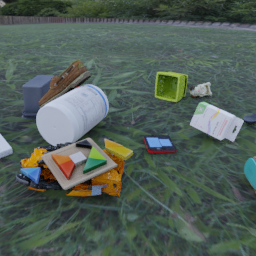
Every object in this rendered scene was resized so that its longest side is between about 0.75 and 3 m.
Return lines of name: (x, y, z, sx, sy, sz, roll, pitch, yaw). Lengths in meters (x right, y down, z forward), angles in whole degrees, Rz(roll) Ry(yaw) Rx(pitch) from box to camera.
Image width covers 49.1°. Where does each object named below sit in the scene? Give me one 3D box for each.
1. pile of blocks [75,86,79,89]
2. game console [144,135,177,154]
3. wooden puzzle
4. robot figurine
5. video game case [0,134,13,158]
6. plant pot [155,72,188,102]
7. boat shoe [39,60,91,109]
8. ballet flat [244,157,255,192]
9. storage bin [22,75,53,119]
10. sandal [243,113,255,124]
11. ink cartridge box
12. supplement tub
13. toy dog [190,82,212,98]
pile of blocks: (-3.328, -2.187, 15.346, 1.535, 0.477, 0.630, 4, 27, 10)
game console: (1.145, 0.560, 10.222, 1.035, 0.182, 1.171, -3, 27, -6)
wooden puzzle: (-1.336, 0.848, 7.646, 2.692, 0.315, 1.816, -27, 40, -35)
robot figurine: (-1.638, 1.225, 8.135, 2.984, 0.869, 2.164, 3, 27, 3)
video game case: (-5.762, 0.605, 9.523, 2.697, 0.320, 2.455, -22, 45, -37)
plant pot: (2.309, -2.200, 14.475, 1.364, 1.371, 1.244, 19, 26, 34)
boat shoe: (-2.705, -1.746, 11.375, 2.555, 0.868, 0.919, -35, 3, 9)
ballet flat: (3.816, 1.690, 7.199, 0.923, 0.997, 2.828, 16, 31, 0)
storage bin: (-3.873, -1.494, 12.878, 1.600, 1.476, 2.198, 3, 28, 7)
sandal: (5.319, -0.343, 11.987, 1.311, 0.281, 0.499, -12, 35, -43)
ink cartridge box: (3.292, -0.203, 10.450, 1.661, 0.973, 0.559, 29, 22, 27)
supplement tub: (-2.019, -0.547, 10.737, 1.707, 1.707, 2.587, 12, 30, 22)
toy dog: (3.734, -1.989, 14.735, 1.027, 0.716, 0.995, -15, 19, -26)
